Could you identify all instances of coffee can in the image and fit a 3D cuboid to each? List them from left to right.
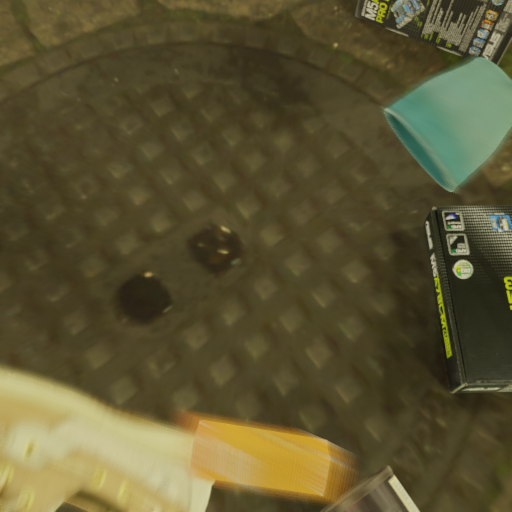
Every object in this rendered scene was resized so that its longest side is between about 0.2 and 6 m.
[{"bbox_3d":[1.456,3.200,6.079,1.038,1.038,1.419,-31,69,-13],"label":"coffee can"}]

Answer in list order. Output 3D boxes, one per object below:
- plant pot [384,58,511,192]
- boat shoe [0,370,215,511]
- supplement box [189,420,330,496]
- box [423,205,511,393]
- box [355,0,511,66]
[{"bbox_3d":[2.313,-1.578,6.419,1.156,1.231,1.231,-40,69,11],"label":"plant pot"},{"bbox_3d":[-1.668,1.701,4.590,2.924,1.082,0.971,23,55,-17],"label":"boat shoe"},{"bbox_3d":[0.019,0.980,2.724,0.653,0.217,0.225,7,99,2],"label":"supplement box"},{"bbox_3d":[3.741,0.524,7.528,2.607,0.619,2.518,-1,63,0],"label":"box"},{"bbox_3d":[3.063,-4.655,8.389,2.646,3.303,0.731,26,68,12],"label":"box"}]
